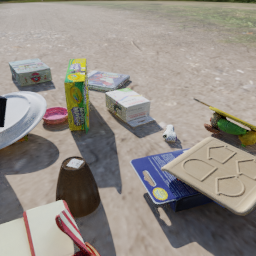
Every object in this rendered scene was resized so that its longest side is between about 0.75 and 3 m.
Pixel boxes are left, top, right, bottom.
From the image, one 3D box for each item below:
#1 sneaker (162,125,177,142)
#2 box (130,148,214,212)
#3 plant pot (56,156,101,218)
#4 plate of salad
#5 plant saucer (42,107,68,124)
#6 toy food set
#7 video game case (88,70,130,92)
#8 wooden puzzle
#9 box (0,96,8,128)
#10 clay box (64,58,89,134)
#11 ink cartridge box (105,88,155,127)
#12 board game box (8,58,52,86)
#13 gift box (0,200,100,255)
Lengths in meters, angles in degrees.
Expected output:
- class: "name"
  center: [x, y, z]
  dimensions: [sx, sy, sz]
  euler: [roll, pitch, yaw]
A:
- class: "sneaker"
  center: [1.154, 0.127, 8.020]
  dimensions: [0.376, 0.283, 0.756]
  euler: [-2, 30, -3]
- class: "box"
  center: [1.439, 1.032, 6.265]
  dimensions: [2.527, 0.409, 1.531]
  euler: [-8, 31, -18]
- class: "plant pot"
  center: [-1.033, 1.094, 5.599]
  dimensions: [0.926, 0.990, 0.926]
  euler: [0, 29, 0]
- class: "plate of salad"
  center: [-3.657, -0.144, 8.056]
  dimensions: [2.811, 0.675, 2.811]
  euler: [-9, 40, 7]
- class: "plant saucer"
  center: [-2.331, -0.393, 8.987]
  dimensions: [0.932, 0.236, 0.932]
  euler: [0, 30, 0]
- class: "toy food set"
  center: [2.829, -0.042, 8.029]
  dimensions: [2.144, 0.700, 1.261]
  euler: [34, 14, 38]
- class: "video game case"
  center: [-1.064, -2.032, 11.905]
  dimensions: [1.822, 0.209, 1.660]
  euler: [12, 32, 20]
- class: "wooden puzzle"
  center: [1.912, 0.929, 5.707]
  dimensions: [1.755, 0.439, 1.895]
  euler: [-25, 35, -37]
- class: "box"
  center: [-3.922, -0.519, 6.789]
  dimensions: [1.471, 0.766, 1.340]
  euler: [2, 11, -42]
- class: "clay box"
  center: [-1.572, -1.069, 8.837]
  dimensions: [0.645, 1.556, 2.708]
  euler: [-3, 29, -5]
- class: "ink cartridge box"
  center: [0.071, -0.722, 9.199]
  dimensions: [0.977, 0.562, 1.668]
  euler: [-18, 36, -30]
- class: "board game box"
  center: [-4.331, -2.515, 12.372]
  dimensions: [1.379, 0.601, 1.869]
  euler: [-17, 32, -26]
- class: "gift box"
  center: [-0.971, 2.169, 2.217]
  dimensions: [2.401, 2.571, 2.373]
  euler: [-13, 37, -24]
